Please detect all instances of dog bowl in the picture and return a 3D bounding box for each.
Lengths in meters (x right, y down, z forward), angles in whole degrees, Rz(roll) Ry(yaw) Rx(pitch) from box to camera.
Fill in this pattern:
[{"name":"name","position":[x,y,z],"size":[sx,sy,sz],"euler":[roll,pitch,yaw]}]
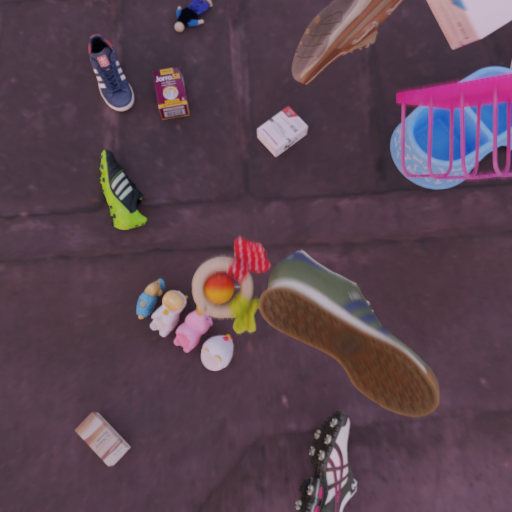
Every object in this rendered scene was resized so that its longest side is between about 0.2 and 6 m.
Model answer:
[{"name":"dog bowl","position":[4.558,-2.855,12.143],"size":[3.402,0.843,1.897],"euler":[-32,76,-9]}]

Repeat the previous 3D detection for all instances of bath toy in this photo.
[{"name":"bath toy","position":[-1.278,1.323,10.897],"size":[2.131,0.927,0.788],"euler":[36,40,10]}]

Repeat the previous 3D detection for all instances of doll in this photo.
[{"name":"doll","position":[-1.528,-5.747,13.347],"size":[0.756,0.269,1.108],"euler":[38,76,12]}]

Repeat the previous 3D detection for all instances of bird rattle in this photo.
[{"name":"bird rattle","position":[-0.326,0.386,7.337],"size":[1.020,0.705,1.251],"euler":[-2,111,-10]}]

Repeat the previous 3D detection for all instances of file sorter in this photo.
[{"name":"file sorter","position":[3.583,-1.920,8.735],"size":[1.567,2.254,1.414],"euler":[-8,99,-38]}]

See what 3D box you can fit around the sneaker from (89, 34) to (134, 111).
[{"name":"sneaker","position":[-3.331,-4.137,12.569],"size":[0.698,0.787,1.861],"euler":[-26,75,-8]}]

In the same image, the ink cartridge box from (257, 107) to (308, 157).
[{"name":"ink cartridge box","position":[0.566,-2.729,12.335],"size":[0.923,0.382,0.677],"euler":[-38,76,-11]}]

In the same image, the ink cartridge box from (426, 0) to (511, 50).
[{"name":"ink cartridge box","position":[3.538,-4.073,8.916],"size":[1.017,1.393,1.022],"euler":[-31,101,9]}]

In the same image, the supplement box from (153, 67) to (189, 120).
[{"name":"supplement box","position":[-1.904,-3.640,12.557],"size":[0.648,0.511,0.990],"euler":[-12,73,-4]}]

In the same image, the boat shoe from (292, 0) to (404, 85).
[{"name":"boat shoe","position":[1.786,-4.223,10.328],"size":[1.035,2.884,1.092],"euler":[23,44,-29]}]

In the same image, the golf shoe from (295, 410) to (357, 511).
[{"name":"golf shoe","position":[1.405,3.851,10.179],"size":[0.896,0.785,2.033],"euler":[21,79,-11]}]

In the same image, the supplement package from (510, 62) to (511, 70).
[{"name":"supplement package","position":[6.495,-4.812,12.849],"size":[0.916,0.652,1.176],"euler":[17,73,5]}]

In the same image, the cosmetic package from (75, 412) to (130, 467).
[{"name":"cosmetic package","position":[-2.844,3.399,10.400],"size":[0.928,0.405,0.480],"euler":[40,77,11]}]

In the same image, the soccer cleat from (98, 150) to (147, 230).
[{"name":"soccer cleat","position":[-2.846,-1.404,11.865],"size":[0.778,0.648,1.921],"euler":[-8,66,-29]}]

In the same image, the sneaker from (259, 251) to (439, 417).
[{"name":"sneaker","position":[1.381,0.934,7.734],"size":[2.848,0.955,1.279],"euler":[36,34,-10]}]
